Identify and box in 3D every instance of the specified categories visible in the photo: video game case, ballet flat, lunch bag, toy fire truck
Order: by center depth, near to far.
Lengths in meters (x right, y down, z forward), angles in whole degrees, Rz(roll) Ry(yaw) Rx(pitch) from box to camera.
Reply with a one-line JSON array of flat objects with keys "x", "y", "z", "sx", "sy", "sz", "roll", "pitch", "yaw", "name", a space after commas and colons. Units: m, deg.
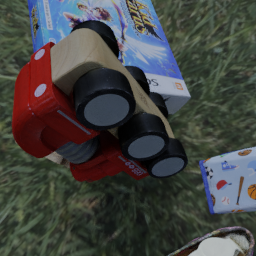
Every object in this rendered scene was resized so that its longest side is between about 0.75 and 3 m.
[{"x": 0.538, "y": 1.706, "z": 3.089, "sx": 2.383, "sy": 0.848, "sz": 0.824, "roll": -18, "pitch": 45, "yaw": -30, "name": "ballet flat"}, {"x": -0.856, "y": 0.036, "z": 4.105, "sx": 2.650, "sy": 2.332, "sz": 1.705, "roll": -29, "pitch": 50, "yaw": 16, "name": "toy fire truck"}, {"x": 2.018, "y": 0.769, "z": 4.393, "sx": 1.326, "sy": 1.560, "sz": 0.966, "roll": -17, "pitch": 71, "yaw": 31, "name": "lunch bag"}, {"x": -0.414, "y": -1.681, "z": 5.319, "sx": 2.631, "sy": 0.660, "sz": 2.902, "roll": 2, "pitch": 58, "yaw": -31, "name": "video game case"}]
